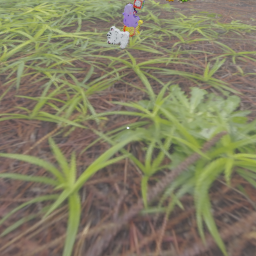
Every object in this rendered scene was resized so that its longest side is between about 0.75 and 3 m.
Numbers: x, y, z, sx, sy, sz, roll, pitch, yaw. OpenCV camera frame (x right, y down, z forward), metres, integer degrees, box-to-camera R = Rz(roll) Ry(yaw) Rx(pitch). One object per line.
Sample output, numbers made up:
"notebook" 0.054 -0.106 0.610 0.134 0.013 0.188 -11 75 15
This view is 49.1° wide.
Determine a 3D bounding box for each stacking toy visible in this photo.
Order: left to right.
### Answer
"stacking toy" 0.198 -4.145 8.982 0.683 2.906 2.191 21 33 4

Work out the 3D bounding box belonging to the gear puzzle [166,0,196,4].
"gear puzzle" 1.890 -4.234 8.657 1.512 0.198 0.783 -7 64 12
